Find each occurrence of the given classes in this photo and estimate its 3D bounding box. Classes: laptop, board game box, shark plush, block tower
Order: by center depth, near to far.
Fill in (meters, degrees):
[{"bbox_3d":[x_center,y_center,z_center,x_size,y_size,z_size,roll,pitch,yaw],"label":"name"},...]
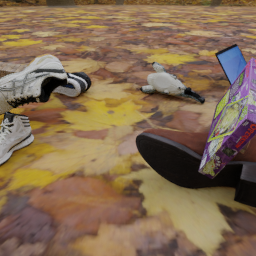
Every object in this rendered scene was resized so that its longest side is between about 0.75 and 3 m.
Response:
[{"bbox_3d":[1.631,-0.220,4.318,0.307,1.143,1.904,26,42,6],"label":"board game box"},{"bbox_3d":[1.509,-1.427,9.050,2.312,1.050,0.963,17,1,38],"label":"shark plush"},{"bbox_3d":[-4.581,-1.748,9.167,2.768,0.800,0.747,8,31,-5],"label":"block tower"},{"bbox_3d":[4.392,-1.967,9.519,2.359,1.219,2.091,20,34,33],"label":"laptop"}]

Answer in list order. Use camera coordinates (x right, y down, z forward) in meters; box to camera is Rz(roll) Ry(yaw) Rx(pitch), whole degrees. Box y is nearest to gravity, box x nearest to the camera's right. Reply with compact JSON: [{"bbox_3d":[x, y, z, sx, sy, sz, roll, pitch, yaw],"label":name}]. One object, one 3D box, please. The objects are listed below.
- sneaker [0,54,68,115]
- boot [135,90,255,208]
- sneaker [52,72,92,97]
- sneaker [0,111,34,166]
[{"bbox_3d":[-2.550,-0.928,7.086,2.235,0.845,0.980,-38,70,-2],"label":"sneaker"},{"bbox_3d":[1.823,-0.078,5.562,2.662,0.968,2.827,13,43,21],"label":"boot"},{"bbox_3d":[-2.151,-1.624,9.506,2.041,0.746,1.142,23,31,23],"label":"sneaker"},{"bbox_3d":[-2.649,0.157,5.826,0.587,0.895,1.555,11,30,20],"label":"sneaker"}]
